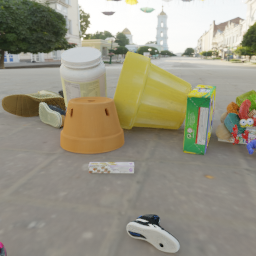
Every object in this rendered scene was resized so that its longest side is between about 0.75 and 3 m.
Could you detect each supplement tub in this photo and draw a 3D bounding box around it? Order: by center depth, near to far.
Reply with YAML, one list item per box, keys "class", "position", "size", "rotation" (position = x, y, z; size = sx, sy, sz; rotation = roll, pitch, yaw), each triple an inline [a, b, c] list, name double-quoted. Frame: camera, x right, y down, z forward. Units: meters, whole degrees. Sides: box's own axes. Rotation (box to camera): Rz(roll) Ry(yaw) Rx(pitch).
- class: "supplement tub"
  position: [-1.750, -1.791, 11.277]
  size: [1.798, 2.480, 1.798]
  rotation: [0, 36, 0]

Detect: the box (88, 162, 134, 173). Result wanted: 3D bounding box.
- class: "box"
  position: [-0.384, 0.922, 6.521]
  size: [1.063, 0.206, 0.220]
  rotation: [0, 15, 2]

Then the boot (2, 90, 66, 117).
- class: "boot"
  position: [-4.252, -1.216, 12.831]
  size: [2.697, 0.982, 2.096]
  rotation: [-4, 16, -19]

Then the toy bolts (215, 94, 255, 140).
- class: "toy bolts"
  position: [3.578, -0.025, 8.642]
  size: [1.329, 1.830, 1.916]
  rotation: [-39, -15, 33]

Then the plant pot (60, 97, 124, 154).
- class: "plant pot"
  position: [-1.066, -0.185, 8.408]
  size: [1.934, 1.353, 1.934]
  rotation: [1, 15, 0]

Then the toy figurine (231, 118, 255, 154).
- class: "toy figurine"
  position: [3.842, 0.552, 7.379]
  size: [2.016, 1.064, 1.208]
  rotation: [2, 45, 9]

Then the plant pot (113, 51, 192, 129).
- class: "plant pot"
  position: [0.808, -1.073, 9.873]
  size: [2.466, 2.621, 2.621]
  rotation: [16, 16, -1]

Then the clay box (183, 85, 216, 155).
- class: "clay box"
  position: [2.295, -0.412, 8.688]
  size: [0.674, 1.626, 2.830]
  rotation: [7, 17, 20]

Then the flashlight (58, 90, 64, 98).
- class: "flashlight"
  position: [-2.538, -1.969, 15.701]
  size: [2.760, 0.938, 0.934]
  rotation: [-13, 8, -39]

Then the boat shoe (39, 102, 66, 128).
- class: "boat shoe"
  position: [-2.889, -0.507, 10.830]
  size: [0.625, 0.749, 2.007]
  rotation: [-6, 21, -41]

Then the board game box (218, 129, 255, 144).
- class: "board game box"
  position: [3.661, 0.252, 8.884]
  size: [1.438, 0.246, 0.967]
  rotation: [7, 16, 24]

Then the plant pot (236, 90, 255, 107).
- class: "plant pot"
  position: [5.872, -1.375, 13.903]
  size: [0.848, 0.881, 0.881]
  rotation: [-13, 16, -1]

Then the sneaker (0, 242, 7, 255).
- class: "sneaker"
  position: [-1.682, 1.741, 3.321]
  size: [0.355, 0.329, 0.880]
  rotation: [-3, 16, -9]

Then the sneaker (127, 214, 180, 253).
- class: "sneaker"
  position: [0.451, 1.506, 4.191]
  size: [0.862, 0.315, 0.482]
  rotation: [10, 19, 35]
